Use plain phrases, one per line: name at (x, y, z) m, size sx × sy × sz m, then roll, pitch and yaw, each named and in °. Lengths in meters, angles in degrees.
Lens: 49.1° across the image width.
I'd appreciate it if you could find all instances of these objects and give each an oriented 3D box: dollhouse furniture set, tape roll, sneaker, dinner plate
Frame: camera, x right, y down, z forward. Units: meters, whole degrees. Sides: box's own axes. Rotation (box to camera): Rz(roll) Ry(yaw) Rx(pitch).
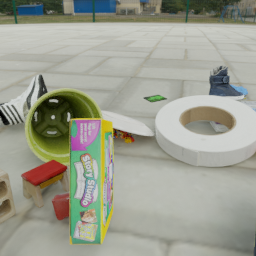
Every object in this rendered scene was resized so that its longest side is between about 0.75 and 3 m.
dollhouse furniture set at (-1.856, 1.207, 4.266) m, size 1.470 × 1.111 × 2.732 m, roll 20°, pitch 31°, yaw 36°
tape roll at (2.006, -0.031, 7.170) m, size 2.647 × 0.484 × 2.647 m, roll -4°, pitch 35°, yaw 3°
sneaker at (3.257, -1.446, 9.176) m, size 1.602 × 1.158 × 0.609 m, roll -6°, pitch 6°, yaw -36°
dinner plate at (-0.170, -0.179, 7.485) m, size 1.894 × 0.230 × 1.894 m, roll 18°, pitch 7°, yaw -2°
sneaker at (-3.196, -0.882, 8.437) m, size 1.413 × 0.927 × 2.456 m, roll -14°, pitch 31°, yaw -4°

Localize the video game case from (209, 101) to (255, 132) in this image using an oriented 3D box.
video game case at (3.557, -0.401, 8.729) m, size 2.204 × 0.261 × 2.006 m, roll 0°, pitch 25°, yaw 0°

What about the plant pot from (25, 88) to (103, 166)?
plant pot at (-1.687, -0.141, 6.844) m, size 1.745 × 1.745 × 1.604 m, roll -12°, pitch 16°, yaw -24°

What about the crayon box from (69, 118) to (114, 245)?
crayon box at (-0.514, 0.689, 4.256) m, size 0.474 × 1.628 × 1.404 m, roll 0°, pitch 0°, yaw 3°

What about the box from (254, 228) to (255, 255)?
box at (3.127, 1.383, 3.355) m, size 2.911 × 0.743 × 2.295 m, roll 7°, pitch 37°, yaw 25°

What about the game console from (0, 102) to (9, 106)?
game console at (-4.217, -0.833, 9.236) m, size 0.913 × 0.633 × 1.070 m, roll -23°, pitch 34°, yaw -39°

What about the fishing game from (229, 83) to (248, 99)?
fishing game at (4.195, -1.441, 11.058) m, size 1.058 × 0.230 × 1.477 m, roll 2°, pitch 33°, yaw 5°

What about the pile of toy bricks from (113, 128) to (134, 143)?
pile of toy bricks at (-0.505, 0.154, 7.325) m, size 1.239 × 0.687 × 0.612 m, roll 25°, pitch 72°, yaw 24°

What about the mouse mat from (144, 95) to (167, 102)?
mouse mat at (1.029, -1.120, 10.575) m, size 0.758 × 0.029 × 0.610 m, roll -13°, pitch 28°, yaw -28°
